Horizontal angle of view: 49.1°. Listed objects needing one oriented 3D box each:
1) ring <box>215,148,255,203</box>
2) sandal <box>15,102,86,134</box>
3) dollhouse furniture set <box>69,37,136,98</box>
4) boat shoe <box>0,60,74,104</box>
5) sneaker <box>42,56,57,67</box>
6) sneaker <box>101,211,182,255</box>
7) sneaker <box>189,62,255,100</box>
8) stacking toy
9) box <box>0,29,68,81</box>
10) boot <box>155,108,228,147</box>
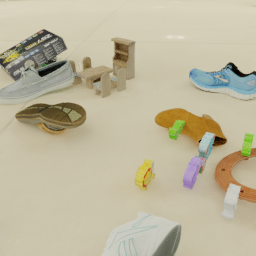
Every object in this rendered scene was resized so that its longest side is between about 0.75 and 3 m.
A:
[{"bbox_3d":[2.909,0.979,5.924,2.065,0.198,2.065,-11,22,4],"label":"ring"},{"bbox_3d":[-2.166,-0.216,7.974,2.735,0.739,1.098,4,29,37],"label":"sandal"},{"bbox_3d":[-0.881,-2.506,10.940,2.381,1.549,2.187,-26,39,-37],"label":"dollhouse furniture set"},{"bbox_3d":[-3.315,-1.749,9.991,2.852,1.016,0.995,-25,43,-24],"label":"boat shoe"},{"bbox_3d":[-3.723,-3.376,13.151,0.745,0.814,1.911,-9,32,-15],"label":"sneaker"},{"bbox_3d":[-0.067,2.003,4.196,0.855,0.750,2.133,17,27,37],"label":"sneaker"},{"bbox_3d":[3.538,-1.930,10.336,2.575,1.158,1.009,18,35,28],"label":"sneaker"},{"bbox_3d":[1.585,0.638,6.210,1.969,0.613,2.611,14,40,25],"label":"stacking toy"},{"bbox_3d":[-4.297,-3.289,12.345,2.677,0.657,2.158,-37,45,-16],"label":"box"},{"bbox_3d":[1.676,0.013,7.566,1.786,0.628,1.278,2,30,-5],"label":"boot"}]
